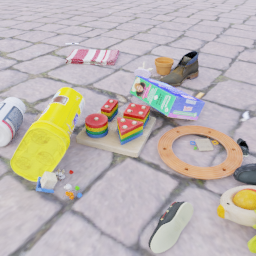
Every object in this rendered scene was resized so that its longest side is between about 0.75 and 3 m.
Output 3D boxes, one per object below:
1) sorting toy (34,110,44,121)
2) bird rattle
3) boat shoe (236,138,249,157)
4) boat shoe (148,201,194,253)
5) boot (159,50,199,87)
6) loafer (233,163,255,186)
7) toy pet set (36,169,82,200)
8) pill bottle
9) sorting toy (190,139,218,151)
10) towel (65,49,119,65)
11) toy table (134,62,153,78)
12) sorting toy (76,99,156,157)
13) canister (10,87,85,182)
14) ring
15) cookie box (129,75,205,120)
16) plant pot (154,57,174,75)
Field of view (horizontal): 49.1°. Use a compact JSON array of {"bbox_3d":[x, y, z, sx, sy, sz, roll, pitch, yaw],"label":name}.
[{"bbox_3d":[-3.309,-0.376,10.862,0.455,0.160,0.944,4,35,6],"label":"sorting toy"},{"bbox_3d":[3.297,1.814,6.824,1.976,1.365,2.423,5,28,37],"label":"bird rattle"},{"bbox_3d":[3.848,0.569,9.355,0.339,0.301,0.907,7,35,10],"label":"boat shoe"},{"bbox_3d":[0.972,2.336,6.665,1.492,0.546,0.467,-40,16,-32],"label":"boat shoe"},{"bbox_3d":[2.465,-2.866,13.502,2.641,1.280,0.987,-26,42,-33],"label":"boot"},{"bbox_3d":[3.928,1.382,7.873,1.832,0.622,0.643,3,26,-2],"label":"loafer"},{"bbox_3d":[-1.947,1.651,7.756,1.000,0.569,1.072,19,23,-35],"label":"toy pet set"},{"bbox_3d":[-4.350,-0.291,9.906,1.109,1.109,1.854,2,34,3],"label":"pill bottle"},{"bbox_3d":[2.583,0.590,9.489,0.962,0.131,0.542,-3,39,-3],"label":"sorting toy"},{"bbox_3d":[-2.025,-4.213,16.340,2.850,0.324,2.053,3,34,5],"label":"towel"},{"bbox_3d":[0.790,-2.846,14.009,0.864,0.794,0.506,17,53,15],"label":"toy table"},{"bbox_3d":[-0.361,-0.171,9.990,2.277,0.792,2.263,12,36,16],"label":"sorting toy"},{"bbox_3d":[-2.338,0.069,8.651,1.151,1.975,2.659,32,30,-14],"label":"canister"},{"bbox_3d":[2.310,0.755,9.144,2.711,0.260,2.711,-1,35,0],"label":"ring"},{"bbox_3d":[1.490,-1.155,10.814,1.892,0.831,2.212,5,23,-44],"label":"cookie box"},{"bbox_3d":[1.850,-3.180,14.489,0.990,0.693,0.990,0,35,0],"label":"plant pot"}]
